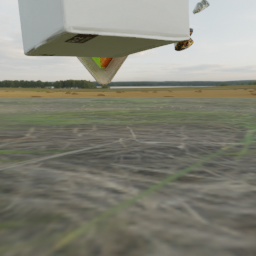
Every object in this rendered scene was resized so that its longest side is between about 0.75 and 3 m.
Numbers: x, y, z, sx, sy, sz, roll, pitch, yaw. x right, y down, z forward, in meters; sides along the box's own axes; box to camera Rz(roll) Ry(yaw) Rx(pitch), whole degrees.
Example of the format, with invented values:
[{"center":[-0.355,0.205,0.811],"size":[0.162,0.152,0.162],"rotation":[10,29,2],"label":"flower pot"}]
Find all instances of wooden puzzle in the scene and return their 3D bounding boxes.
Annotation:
[{"center":[-0.747,-3.035,8.029],"size":[2.533,2.738,0.510],"rotation":[51,30,16],"label":"wooden puzzle"}]

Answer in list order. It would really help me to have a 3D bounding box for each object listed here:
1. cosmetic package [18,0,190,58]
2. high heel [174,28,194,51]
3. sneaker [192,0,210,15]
[{"center":[-0.533,-2.616,4.600],"size":[2.177,2.638,2.175],"rotation":[-9,9,-31],"label":"cosmetic package"},{"center":[2.123,-3.128,9.786],"size":[1.851,0.661,1.320],"rotation":[-10,7,-41],"label":"high heel"},{"center":[2.526,-4.229,9.760],"size":[0.918,0.323,0.368],"rotation":[-37,-2,-37],"label":"sneaker"}]
